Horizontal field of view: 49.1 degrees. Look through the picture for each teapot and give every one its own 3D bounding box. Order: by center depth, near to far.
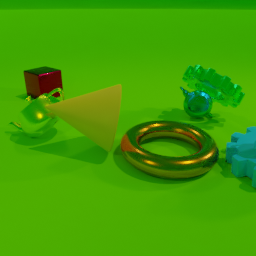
[{"bbox_3d":[-2.147,-0.336,6.651,1.827,0.895,1.136,-34,14,22],"label":"teapot"},{"bbox_3d":[1.890,-0.701,7.728,1.249,0.777,0.612,42,18,-2],"label":"teapot"}]

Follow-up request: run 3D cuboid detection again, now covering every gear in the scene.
[{"bbox_3d":[2.969,0.534,5.396,2.002,0.370,2.002,-5,25,2],"label":"gear"},{"bbox_3d":[2.222,-1.083,7.382,1.627,0.301,1.627,31,-2,1],"label":"gear"}]

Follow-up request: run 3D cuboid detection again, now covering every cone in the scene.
[{"bbox_3d":[-0.999,-0.322,5.891,1.476,1.470,1.470,9,24,-8],"label":"cone"}]

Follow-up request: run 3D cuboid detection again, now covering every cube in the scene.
[{"bbox_3d":[-2.813,-1.497,9.369,0.891,0.891,0.891,20,32,36],"label":"cube"}]

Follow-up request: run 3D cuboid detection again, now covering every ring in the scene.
[{"bbox_3d":[0.853,0.376,5.879,2.046,0.409,2.046,1,26,-1],"label":"ring"}]
